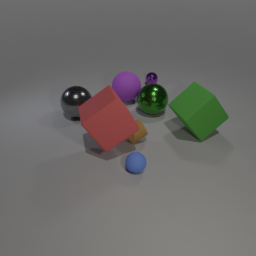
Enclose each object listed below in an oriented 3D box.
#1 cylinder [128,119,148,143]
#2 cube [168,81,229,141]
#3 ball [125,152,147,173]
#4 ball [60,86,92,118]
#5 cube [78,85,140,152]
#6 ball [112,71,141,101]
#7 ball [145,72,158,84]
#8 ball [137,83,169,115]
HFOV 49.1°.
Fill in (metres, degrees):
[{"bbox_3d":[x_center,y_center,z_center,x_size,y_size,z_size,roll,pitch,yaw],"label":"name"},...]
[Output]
[{"bbox_3d":[0.295,0.118,10.611,0.700,0.700,0.700,-32,32,7],"label":"cylinder"},{"bbox_3d":[2.699,-0.655,10.804,1.400,1.400,1.400,-42,35,7],"label":"cube"},{"bbox_3d":[0.258,1.130,9.197,0.700,0.700,0.700,0,31,0],"label":"ball"},{"bbox_3d":[-2.239,-1.139,12.228,1.400,1.400,1.400,0,31,0],"label":"ball"},{"bbox_3d":[-0.684,-0.337,9.518,1.400,1.400,1.400,-35,30,5],"label":"cube"},{"bbox_3d":[-0.074,-2.013,13.442,1.400,1.400,1.400,0,31,0],"label":"ball"},{"bbox_3d":[1.325,-2.762,15.651,0.700,0.700,0.700,0,31,0],"label":"ball"},{"bbox_3d":[1.104,-1.290,12.514,1.400,1.400,1.400,0,31,0],"label":"ball"}]
